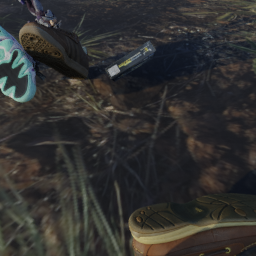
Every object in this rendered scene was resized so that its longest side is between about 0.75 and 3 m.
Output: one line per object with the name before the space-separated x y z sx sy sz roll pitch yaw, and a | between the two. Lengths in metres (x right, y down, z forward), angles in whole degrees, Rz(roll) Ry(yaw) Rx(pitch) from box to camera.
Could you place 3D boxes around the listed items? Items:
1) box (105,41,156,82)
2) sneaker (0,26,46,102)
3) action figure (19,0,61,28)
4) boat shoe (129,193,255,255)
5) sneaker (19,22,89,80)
box | 0.089 -1.951 8.389 1.504 0.384 1.186 -31 4 4
sneaker | -2.896 -1.623 7.933 1.062 1.912 2.733 -36 68 8
action figure | -2.736 -3.519 8.452 1.311 2.015 0.699 -5 37 49
boat shoe | 1.284 1.605 4.336 2.528 0.854 0.910 -6 12 -7
sneaker | -1.968 -2.336 7.882 1.038 2.947 1.113 2 80 14
